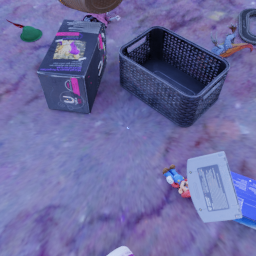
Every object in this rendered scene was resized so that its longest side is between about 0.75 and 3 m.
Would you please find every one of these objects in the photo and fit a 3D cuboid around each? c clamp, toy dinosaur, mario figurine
[{"bbox_3d":[4.763,-3.373,9.541,1.978,0.313,2.315,2,55,8],"label":"c clamp"},{"bbox_3d":[2.811,-2.346,8.475,1.809,0.950,1.642,30,79,5],"label":"toy dinosaur"},{"bbox_3d":[1.158,1.116,6.058,0.525,0.451,0.851,-41,57,-6],"label":"mario figurine"}]

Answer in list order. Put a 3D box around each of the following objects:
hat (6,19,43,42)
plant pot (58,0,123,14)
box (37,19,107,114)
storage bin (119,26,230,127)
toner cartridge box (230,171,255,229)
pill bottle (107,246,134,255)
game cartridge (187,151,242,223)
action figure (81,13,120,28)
[{"bbox_3d":[-3.300,-3.324,9.168,0.716,0.761,0.865,27,58,18],"label":"hat"},{"bbox_3d":[-0.701,-3.393,6.453,2.142,2.142,0.989,-21,72,-15],"label":"plant pot"},{"bbox_3d":[-1.370,-1.696,7.565,1.201,1.384,2.264,8,54,6],"label":"box"},{"bbox_3d":[1.138,-1.442,7.518,2.546,1.193,1.721,38,62,24],"label":"storage bin"},{"bbox_3d":[2.406,1.497,5.814,1.867,0.403,0.887,20,57,15],"label":"toner cartridge box"},{"bbox_3d":[0.123,2.817,4.549,0.867,0.867,1.545,-34,59,-23],"label":"pill bottle"},{"bbox_3d":[1.332,0.952,4.481,0.693,0.216,1.041,-17,81,31],"label":"game cartridge"},{"bbox_3d":[-0.961,-3.800,9.723,1.031,0.927,1.384,-25,31,33],"label":"action figure"}]
